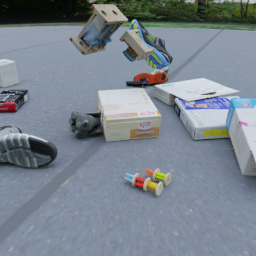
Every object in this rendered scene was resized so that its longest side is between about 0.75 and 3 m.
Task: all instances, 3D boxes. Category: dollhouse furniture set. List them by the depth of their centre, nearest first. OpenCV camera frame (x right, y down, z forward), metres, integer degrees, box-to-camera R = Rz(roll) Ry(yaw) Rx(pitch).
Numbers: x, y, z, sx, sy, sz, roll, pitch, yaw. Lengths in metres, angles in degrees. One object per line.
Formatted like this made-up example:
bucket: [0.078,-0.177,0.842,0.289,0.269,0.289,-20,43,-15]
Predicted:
dollhouse furniture set: [-0.462,-2.472,8.282,1.856,1.308,1.301,48,34,2]

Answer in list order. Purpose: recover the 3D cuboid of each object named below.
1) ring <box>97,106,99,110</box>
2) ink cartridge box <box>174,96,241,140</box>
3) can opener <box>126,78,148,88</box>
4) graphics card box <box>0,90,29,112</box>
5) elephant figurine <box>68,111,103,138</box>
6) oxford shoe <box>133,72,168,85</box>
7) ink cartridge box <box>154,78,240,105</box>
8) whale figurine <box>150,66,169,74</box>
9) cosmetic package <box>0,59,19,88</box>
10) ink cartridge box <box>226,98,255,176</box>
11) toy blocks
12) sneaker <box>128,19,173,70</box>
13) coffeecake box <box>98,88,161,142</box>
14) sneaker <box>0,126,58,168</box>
ring: [-0.348,-0.970,11.822,1.889,0.181,1.889,1,27,0]
ink cartridge box: [3.348,-0.465,10.340,2.716,0.638,2.684,-1,25,-5]
can opener: [0.463,-2.268,14.339,1.188,0.376,0.467,-2,51,17]
graphics card box: [-5.043,-1.176,11.943,1.101,0.446,1.755,-1,27,-1]
elephant figurine: [-1.239,-0.220,9.507,1.367,0.967,1.060,-10,44,-41]
oxford shoe: [1.193,-2.509,14.721,1.848,0.658,0.670,3,-7,20]
ink cartridge box: [2.991,-1.506,12.419,2.842,0.619,2.467,-12,29,-23]
whale figurine: [1.850,-3.214,16.197,1.084,0.563,0.863,-29,30,-2]
cosmetic package: [-6.423,-2.832,14.485,0.984,1.193,0.983,17,31,32]
ink cartridge box: [3.876,0.393,7.699,1.681,0.991,2.920,2,40,4]
toy blocks: [0.484,1.255,7.057,0.975,0.354,0.812,16,31,30]
sneaker: [0.802,-3.138,10.598,0.982,0.840,2.370,-20,65,-40]
coffeecake box: [-0.047,-0.551,9.991,1.811,0.862,2.359,-5,31,-10]
sneaker: [-3.213,0.367,8.198,2.674,1.003,1.544,1,24,5]
